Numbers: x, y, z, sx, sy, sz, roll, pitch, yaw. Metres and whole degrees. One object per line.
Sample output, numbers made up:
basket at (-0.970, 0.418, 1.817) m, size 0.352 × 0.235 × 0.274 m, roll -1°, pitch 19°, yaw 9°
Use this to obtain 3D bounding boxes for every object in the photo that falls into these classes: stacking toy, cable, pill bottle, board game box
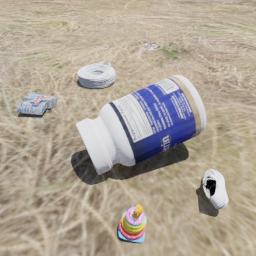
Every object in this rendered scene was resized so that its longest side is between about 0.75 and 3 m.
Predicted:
stacking toy at (0.129, 1.668, 5.148) m, size 0.532 × 0.969 × 0.562 m, roll 13°, pitch 51°, yaw 2°
cable at (-1.242, -2.076, 11.102) m, size 1.498 × 0.518 × 1.497 m, roll -11°, pitch 37°, yaw -15°
pill bottle at (0.287, -0.055, 6.816) m, size 2.819 × 1.631 × 1.631 m, roll -24°, pitch 39°, yaw -8°
board game box at (-2.961, -0.814, 9.317) m, size 1.078 × 0.333 × 1.079 m, roll 4°, pitch 27°, yaw 1°

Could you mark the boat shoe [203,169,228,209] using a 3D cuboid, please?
boat shoe at (1.843, 1.207, 6.089) m, size 0.456 × 0.405 × 1.239 m, roll -42°, pitch 15°, yaw 16°
